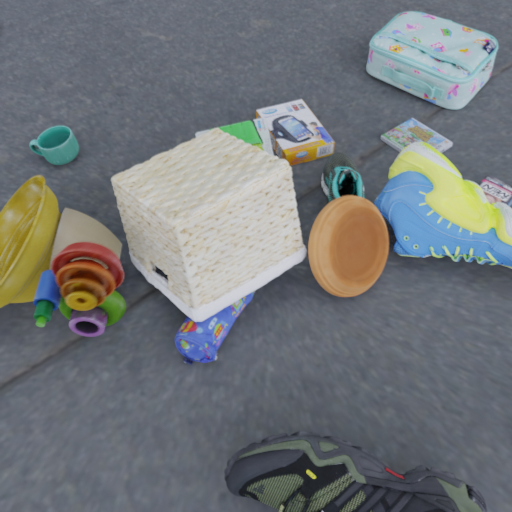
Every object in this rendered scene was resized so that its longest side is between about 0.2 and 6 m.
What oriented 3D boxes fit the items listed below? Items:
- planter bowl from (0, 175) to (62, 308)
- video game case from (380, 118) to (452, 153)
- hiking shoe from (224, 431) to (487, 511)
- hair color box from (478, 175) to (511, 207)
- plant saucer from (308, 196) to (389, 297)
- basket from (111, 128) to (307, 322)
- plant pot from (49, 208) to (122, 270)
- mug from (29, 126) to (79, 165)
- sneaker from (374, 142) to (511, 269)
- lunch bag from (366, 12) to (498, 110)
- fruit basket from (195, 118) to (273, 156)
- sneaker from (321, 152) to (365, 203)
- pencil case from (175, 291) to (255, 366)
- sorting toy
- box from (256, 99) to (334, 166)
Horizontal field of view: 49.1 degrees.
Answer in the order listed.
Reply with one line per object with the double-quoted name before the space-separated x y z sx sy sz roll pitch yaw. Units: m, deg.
"planter bowl" -3.860 -0.018 9.579 2.544 1.060 2.544 -30 43 33
"video game case" 3.631 -2.608 12.706 1.097 0.133 1.205 -31 56 -24
"hiking shoe" 1.158 3.332 6.905 3.381 1.280 1.702 10 47 7
"hair color box" 4.530 -0.960 11.113 0.707 0.428 1.414 33 58 24
"plant saucer" 1.674 -0.150 9.602 1.766 1.766 0.330 -34 22 -25
"basket" -0.828 -0.610 9.314 2.385 1.918 2.363 -31 42 -23
"plant pot" -2.914 0.050 9.683 1.050 1.564 1.564 12 48 -14
"mug" -4.326 -2.378 12.188 0.942 0.583 0.774 24 61 28
"sneaker" 3.657 -0.365 10.154 3.541 1.860 1.341 45 22 15
"lunch bag" 4.398 -4.940 14.028 2.936 1.132 2.355 31 56 24
"fruit basket" -0.347 -1.844 11.251 1.469 1.586 0.744 -12 12 6
"sneaker" 1.800 -1.394 11.063 0.907 1.066 2.337 -1 49 -1
"pencil case" -0.636 0.964 9.296 0.785 0.705 1.807 47 52 -19
"sorting toy" -2.674 0.722 8.453 1.292 2.150 0.883 6 50 -8
"box" 0.816 -2.901 12.783 1.188 0.414 1.996 -17 54 -14
